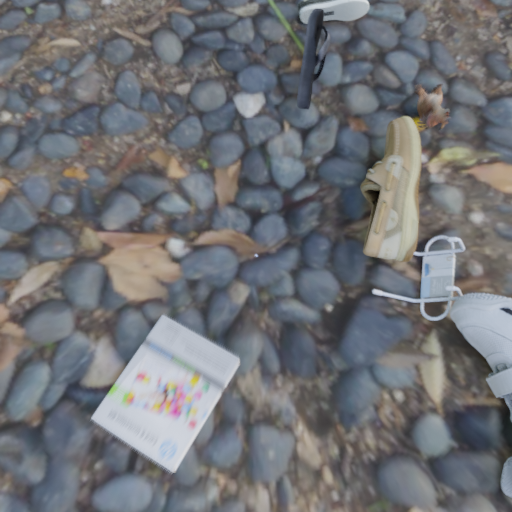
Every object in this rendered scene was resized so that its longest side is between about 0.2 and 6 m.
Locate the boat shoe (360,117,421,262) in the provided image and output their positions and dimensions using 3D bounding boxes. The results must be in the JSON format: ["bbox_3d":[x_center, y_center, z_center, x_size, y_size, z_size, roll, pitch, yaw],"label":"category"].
[{"bbox_3d":[2.385,-1.309,10.065,0.928,1.025,2.876,6,65,3],"label":"boat shoe"}]

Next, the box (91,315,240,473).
[{"bbox_3d":[-1.390,2.123,8.857,1.516,0.400,1.945,28,68,13],"label":"box"}]

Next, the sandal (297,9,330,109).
[{"bbox_3d":[1.221,-3.970,11.406,0.490,0.870,2.287,6,72,8],"label":"sandal"}]

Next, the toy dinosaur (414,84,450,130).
[{"bbox_3d":[3.434,-2.892,11.111,0.574,1.338,0.907,-5,96,11],"label":"toy dinosaur"}]

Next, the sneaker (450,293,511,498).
[{"bbox_3d":[4.076,2.264,8.222,3.638,1.367,2.091,42,68,15],"label":"sneaker"}]

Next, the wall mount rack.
[{"bbox_3d":[2.832,0.265,9.698,1.435,0.616,1.652,-7,57,33],"label":"wall mount rack"}]

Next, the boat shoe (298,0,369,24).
[{"bbox_3d":[1.738,-5.651,12.624,1.582,0.559,0.504,-5,65,-1],"label":"boat shoe"}]
